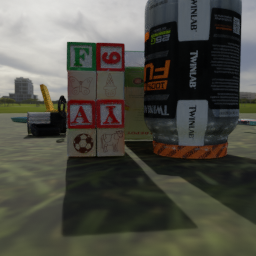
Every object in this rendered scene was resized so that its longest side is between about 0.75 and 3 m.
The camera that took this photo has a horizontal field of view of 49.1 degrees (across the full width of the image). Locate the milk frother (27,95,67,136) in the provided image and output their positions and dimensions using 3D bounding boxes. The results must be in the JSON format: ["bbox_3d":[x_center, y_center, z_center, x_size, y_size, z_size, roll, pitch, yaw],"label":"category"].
[{"bbox_3d":[-2.133,-0.336,7.392,1.006,1.069,0.965,-1,8,-15],"label":"milk frother"}]

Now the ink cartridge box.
[{"bbox_3d":[0.486,-0.622,5.813,1.291,1.777,0.778,0,40,-3],"label":"ink cartridge box"}]

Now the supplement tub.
[{"bbox_3d":[0.954,-0.773,4.278,1.435,2.342,1.435,0,3,0],"label":"supplement tub"}]

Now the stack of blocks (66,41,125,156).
[{"bbox_3d":[-0.638,-0.463,5.207,0.811,1.595,2.771,-1,4,-8],"label":"stack of blocks"}]

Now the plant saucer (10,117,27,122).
[{"bbox_3d":[-5.155,-0.432,14.781,1.007,0.273,2.879,-4,5,-44],"label":"plant saucer"}]

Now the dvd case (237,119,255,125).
[{"bbox_3d":[5.505,-0.281,12.823,1.437,0.217,1.969,-1,5,-16],"label":"dvd case"}]

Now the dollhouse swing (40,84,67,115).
[{"bbox_3d":[-2.775,-0.973,12.007,1.773,1.715,1.951,-1,3,-9],"label":"dollhouse swing"}]
